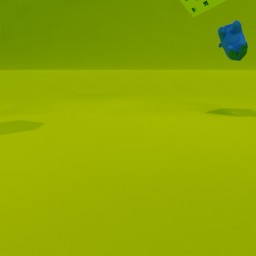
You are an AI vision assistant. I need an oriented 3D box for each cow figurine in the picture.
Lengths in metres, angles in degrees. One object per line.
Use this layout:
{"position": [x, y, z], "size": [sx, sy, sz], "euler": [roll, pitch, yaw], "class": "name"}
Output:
{"position": [3.174, -2.593, 8.498], "size": [0.806, 1.469, 1.446], "euler": [-19, -21, 20], "class": "cow figurine"}

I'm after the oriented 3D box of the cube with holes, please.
{"position": [2.106, -4.086, 7.675], "size": [1.190, 1.190, 1.190], "euler": [42, -28, -27], "class": "cube with holes"}
